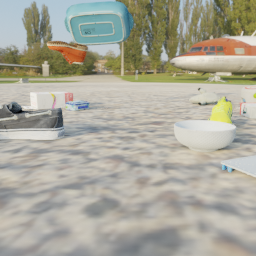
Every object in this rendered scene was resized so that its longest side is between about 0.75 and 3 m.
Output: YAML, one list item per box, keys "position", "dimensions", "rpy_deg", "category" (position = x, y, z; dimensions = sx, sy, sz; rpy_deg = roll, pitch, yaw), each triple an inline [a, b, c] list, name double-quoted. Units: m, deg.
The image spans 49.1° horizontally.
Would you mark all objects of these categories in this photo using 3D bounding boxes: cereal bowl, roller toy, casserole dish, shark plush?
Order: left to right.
- position: [-1.156, -3.900, 10.740]
  dimensions: [2.732, 1.655, 0.530]
  rpy_deg: [0, 48, 9]
  category: "casserole dish"
- position: [1.473, 0.169, 5.428]
  dimensions: [1.157, 0.482, 1.157]
  rpy_deg: [-1, 11, 0]
  category: "cereal bowl"
- position: [3.919, -1.410, 13.321]
  dimensions: [1.904, 0.865, 0.793]
  rpy_deg: [-6, -19, -7]
  category: "shark plush"
- position: [5.626, -1.385, 12.387]
  dimensions: [1.252, 0.875, 1.142]
  rpy_deg: [-22, 21, -37]
  category: "roller toy"

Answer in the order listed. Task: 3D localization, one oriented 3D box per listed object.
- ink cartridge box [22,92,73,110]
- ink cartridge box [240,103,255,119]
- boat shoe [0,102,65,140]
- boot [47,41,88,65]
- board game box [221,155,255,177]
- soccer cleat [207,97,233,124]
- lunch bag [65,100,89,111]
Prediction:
- position: [-3.462, -1.199, 12.009]
  dimensions: [1.953, 0.659, 1.138]
  rpy_deg: [-7, 13, -31]
  category: "ink cartridge box"
- position: [4.339, -0.617, 9.617]
  dimensions: [0.729, 0.422, 1.254]
  rpy_deg: [0, 11, 3]
  category: "ink cartridge box"
- position: [-2.662, -0.191, 6.368]
  dimensions: [2.430, 0.823, 0.871]
  rpy_deg: [1, 11, 7]
  category: "boat shoe"
- position: [-2.267, -2.769, 10.366]
  dimensions: [1.487, 0.797, 0.558]
  rpy_deg: [5, 28, -25]
  category: "boot"
- position: [2.069, 0.616, 4.047]
  dimensions: [1.017, 0.132, 1.017]
  rpy_deg: [-5, 11, -24]
  category: "board game box"
- position: [2.491, -0.419, 7.549]
  dimensions: [0.635, 0.822, 1.965]
  rpy_deg: [4, 12, 21]
  category: "soccer cleat"
- position: [-2.027, -0.905, 11.334]
  dimensions: [0.695, 0.357, 0.865]
  rpy_deg: [14, 19, 42]
  category: "lunch bag"
